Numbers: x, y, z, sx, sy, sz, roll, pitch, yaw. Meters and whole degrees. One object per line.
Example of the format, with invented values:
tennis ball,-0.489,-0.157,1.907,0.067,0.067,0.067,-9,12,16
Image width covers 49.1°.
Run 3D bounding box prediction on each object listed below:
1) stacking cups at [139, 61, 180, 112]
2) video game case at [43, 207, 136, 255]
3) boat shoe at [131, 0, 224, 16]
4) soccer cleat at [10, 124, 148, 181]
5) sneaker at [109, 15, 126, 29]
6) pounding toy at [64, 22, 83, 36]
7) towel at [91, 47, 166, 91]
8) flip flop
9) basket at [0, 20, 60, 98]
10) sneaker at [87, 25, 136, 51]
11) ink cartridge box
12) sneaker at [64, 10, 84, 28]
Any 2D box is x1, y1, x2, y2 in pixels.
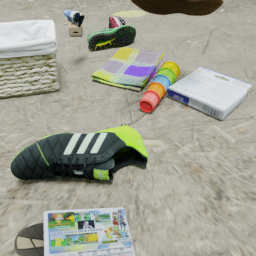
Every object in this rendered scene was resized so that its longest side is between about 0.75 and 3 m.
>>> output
stacking cups,0.945,-1.301,8.819,0.690,0.690,2.281,18,45,21
video game case,-0.621,1.967,4.632,1.472,0.162,1.342,4,43,-22
boat shoe,1.191,-3.534,7.020,2.794,1.008,1.005,-8,81,-27
soccer cleat,-0.968,0.666,6.075,2.962,1.000,1.201,-13,44,-19
sneaker,-0.432,-4.771,12.911,0.733,0.792,1.963,-2,33,-10
pounding toy,-2.557,-4.670,13.124,0.859,0.447,0.977,-3,39,-4
towel,0.086,-2.269,10.237,1.974,0.313,2.748,16,41,17
flip flop,-1.123,1.968,4.878,1.591,0.458,0.645,-1,45,-27
basket,-3.665,-2.173,8.916,2.936,1.811,1.990,-10,40,-10
sneaker,-0.690,-3.965,11.918,2.210,0.862,0.941,-14,40,-16
ink cartridge box,2.570,-1.159,8.775,1.941,0.395,1.945,30,48,32
sneaker,-1.835,-3.815,9.662,0.462,0.454,1.199,24,5,2
